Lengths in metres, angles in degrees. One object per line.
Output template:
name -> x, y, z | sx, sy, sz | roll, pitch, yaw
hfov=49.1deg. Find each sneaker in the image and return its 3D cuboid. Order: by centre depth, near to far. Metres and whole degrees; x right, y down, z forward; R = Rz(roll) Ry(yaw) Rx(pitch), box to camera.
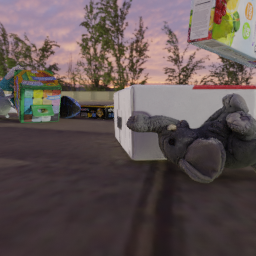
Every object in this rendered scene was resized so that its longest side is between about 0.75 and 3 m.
sneaker -> -3.939, -1.255, 10.787 | 1.156, 1.188, 2.982 | 42, -14, 20
sneaker -> -2.400, -0.866, 11.636 | 0.949, 0.911, 2.419 | 3, 6, -29

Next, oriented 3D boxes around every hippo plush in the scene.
hippo plush -> -4.960, -1.048, 10.575 | 1.742, 1.387, 1.400 | -13, 3, -15

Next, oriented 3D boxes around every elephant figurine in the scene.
elephant figurine -> 0.651, 0.162, 2.678 | 1.051, 0.815, 0.744 | -24, -33, 5

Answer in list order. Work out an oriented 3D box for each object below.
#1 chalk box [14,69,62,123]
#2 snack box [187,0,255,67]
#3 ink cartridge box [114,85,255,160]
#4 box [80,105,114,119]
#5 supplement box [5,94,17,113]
chalk box -> -2.906, -0.969, 9.023 | 1.250, 1.241, 2.002 | -4, 31, -29
snack box -> 2.654, -2.727, 6.746 | 2.789, 1.983, 0.739 | 5, 3, -40
ink cartridge box -> 0.647, -0.159, 4.290 | 1.557, 0.903, 2.157 | -1, 6, -8
box -> -0.566, -0.695, 11.465 | 2.222, 0.548, 1.774 | -5, 9, -41
supplement box -> -6.746, -1.364, 15.568 | 2.029, 1.049, 1.027 | -3, 7, -12
